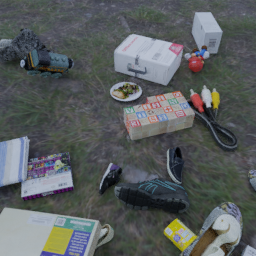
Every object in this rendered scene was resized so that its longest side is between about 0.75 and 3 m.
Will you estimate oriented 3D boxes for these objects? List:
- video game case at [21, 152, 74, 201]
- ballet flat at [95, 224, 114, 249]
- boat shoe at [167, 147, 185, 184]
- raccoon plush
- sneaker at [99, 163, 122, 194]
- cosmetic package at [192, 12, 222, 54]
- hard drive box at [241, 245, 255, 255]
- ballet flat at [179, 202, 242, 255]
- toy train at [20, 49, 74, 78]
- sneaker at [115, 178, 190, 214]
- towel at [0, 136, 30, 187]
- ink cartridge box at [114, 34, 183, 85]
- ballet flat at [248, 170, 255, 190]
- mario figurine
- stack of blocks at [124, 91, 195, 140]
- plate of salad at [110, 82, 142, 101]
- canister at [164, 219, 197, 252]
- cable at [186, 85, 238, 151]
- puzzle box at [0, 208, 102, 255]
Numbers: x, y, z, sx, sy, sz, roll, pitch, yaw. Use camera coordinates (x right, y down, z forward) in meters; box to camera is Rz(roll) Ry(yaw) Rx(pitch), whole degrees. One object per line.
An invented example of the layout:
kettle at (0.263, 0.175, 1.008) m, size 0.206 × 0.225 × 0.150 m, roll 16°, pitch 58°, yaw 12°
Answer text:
video game case at (-2.540, 1.479, 8.807) m, size 1.531 × 0.274 × 1.387 m, roll -11°, pitch 47°, yaw -10°
ballet flat at (-0.985, 2.959, 7.253) m, size 1.388 × 0.482 × 0.482 m, roll -28°, pitch 52°, yaw -24°
boat shoe at (1.546, 1.149, 8.922) m, size 0.519 × 0.433 × 1.392 m, roll 35°, pitch 36°, yaw -27°
raccoon plush at (-4.795, -3.507, 13.007) m, size 2.755 × 1.333 × 1.846 m, roll 29°, pitch 60°, yaw 24°
sneaker at (-0.514, 1.584, 8.634) m, size 0.491 × 0.425 × 1.121 m, roll 18°, pitch 49°, yaw 9°
cosmetic package at (3.975, -4.871, 14.277) m, size 0.880 × 1.224 × 2.169 m, roll -3°, pitch 45°, yaw -4°
hard drive box at (3.018, 3.568, 6.696) m, size 0.859 × 0.423 × 1.103 m, roll 28°, pitch 52°, yaw 25°
ballet flat at (2.181, 2.905, 6.894) m, size 1.062 × 1.062 × 2.953 m, roll 35°, pitch 56°, yaw 29°
toy train at (-3.320, -2.679, 11.725) m, size 2.161 × 1.231 × 0.921 m, roll -5°, pitch 81°, yaw -49°
sneaker at (0.691, 1.905, 8.183) m, size 2.163 × 0.816 × 0.857 m, roll 11°, pitch 35°, yaw 0°
towel at (-4.309, 1.221, 8.875) m, size 2.374 × 0.283 × 1.743 m, roll -15°, pitch 49°, yaw -1°
ink cartridge box at (0.917, -3.149, 12.685) m, size 2.602 × 1.104 × 1.895 m, roll 21°, pitch 49°, yaw 17°
ballet flat at (4.190, 1.875, 8.171) m, size 0.688 × 0.688 × 1.913 m, roll -7°, pitch 46°, yaw -7°
mario figurine at (3.183, -3.357, 12.945) m, size 0.925 × 1.077 × 1.745 m, roll 30°, pitch 45°, yaw -2°
stack of blocks at (1.066, -0.491, 10.403) m, size 2.373 × 0.695 × 1.366 m, roll -13°, pitch 47°, yaw -11°
plate of salad at (-0.086, -1.590, 11.705) m, size 1.326 × 0.318 × 1.326 m, roll -1°, pitch 43°, yaw 1°
canister at (1.416, 2.871, 7.433) m, size 0.587 × 0.342 × 0.790 m, roll -32°, pitch 53°, yaw -27°
cable at (3.000, -0.444, 10.315) m, size 1.434 × 0.743 × 2.953 m, roll -5°, pitch 45°, yaw -6°
puzzle box at (-2.269, 3.040, 6.870) m, size 2.897 × 0.368 × 1.927 m, roll 2°, pitch 43°, yaw 17°
